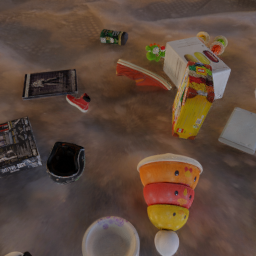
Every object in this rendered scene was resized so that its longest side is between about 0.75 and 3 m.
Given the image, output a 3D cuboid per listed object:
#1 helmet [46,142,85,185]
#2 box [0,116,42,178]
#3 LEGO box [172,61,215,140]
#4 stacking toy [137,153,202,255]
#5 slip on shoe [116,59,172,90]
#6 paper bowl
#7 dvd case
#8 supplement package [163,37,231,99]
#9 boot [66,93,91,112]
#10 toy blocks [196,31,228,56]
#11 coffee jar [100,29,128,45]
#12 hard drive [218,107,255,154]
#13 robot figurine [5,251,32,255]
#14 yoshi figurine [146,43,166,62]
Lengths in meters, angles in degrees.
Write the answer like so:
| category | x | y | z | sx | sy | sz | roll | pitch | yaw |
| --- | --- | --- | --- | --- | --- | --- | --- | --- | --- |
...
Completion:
| category | x | y | z | sx | sy | sz | roll | pitch | yaw |
| --- | --- | --- | --- | --- | --- | --- | --- | --- | --- |
| helmet | -1.770 | 1.026 | 7.990 | 1.179 | 1.124 | 1.179 | 14 | 2 | -1 |
| box | -3.713 | 0.575 | 8.879 | 1.516 | 0.478 | 1.922 | -18 | 49 | -17 |
| LEGO box | 2.056 | -0.852 | 9.097 | 0.785 | 2.034 | 1.515 | 10 | 49 | -1 |
| stacking toy | 1.050 | 1.977 | 7.104 | 1.726 | 1.726 | 2.363 | 3 | 64 | 3 |
| slip on shoe | 0.607 | -2.016 | 11.283 | 2.419 | 0.740 | 0.896 | 24 | 12 | 7 |
| paper bowl | -0.390 | 2.815 | 6.569 | 1.313 | 0.683 | 1.313 | -1 | 47 | 1 |
| dvd case | -3.146 | -1.803 | 11.403 | 2.131 | 0.170 | 1.585 | -7 | 46 | -7 |
| supplement package | 2.607 | -2.296 | 11.033 | 1.424 | 1.371 | 2.503 | -16 | 48 | -15 |
| boot | -1.773 | -1.092 | 10.094 | 0.955 | 0.689 | 0.346 | 33 | 36 | 12 |
| toy blocks | 3.554 | -3.640 | 12.833 | 1.554 | 0.677 | 1.864 | 22 | 50 | 21 |
| coffee jar | -0.664 | -4.427 | 13.673 | 1.311 | 0.559 | 0.684 | 11 | 47 | 10 |
| hard drive | 3.958 | 0.038 | 9.582 | 1.160 | 0.231 | 1.759 | 24 | 50 | 22 |
| robot figurine | -2.405 | 3.260 | 6.126 | 0.845 | 0.702 | 1.125 | -28 | 52 | -37 |
| yoshi figurine | 1.424 | -3.310 | 12.669 | 1.392 | 0.783 | 0.780 | 12 | 86 | -8 |
